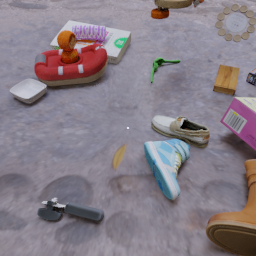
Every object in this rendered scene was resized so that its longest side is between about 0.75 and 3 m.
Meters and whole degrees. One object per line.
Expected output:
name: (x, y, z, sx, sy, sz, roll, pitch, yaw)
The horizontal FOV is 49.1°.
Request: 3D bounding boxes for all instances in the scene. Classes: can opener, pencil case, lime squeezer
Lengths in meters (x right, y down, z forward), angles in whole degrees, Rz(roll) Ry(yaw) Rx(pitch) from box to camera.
can opener: (-1.291, 1.914, 6.381, 1.488, 0.392, 0.495, 7, 79, 9)
pencil case: (-1.594, -3.882, 11.477, 1.450, 0.608, 0.620, 1, 85, 3)
lime squeezer: (1.224, -2.365, 10.931, 0.704, 0.376, 1.995, 48, 54, 3)

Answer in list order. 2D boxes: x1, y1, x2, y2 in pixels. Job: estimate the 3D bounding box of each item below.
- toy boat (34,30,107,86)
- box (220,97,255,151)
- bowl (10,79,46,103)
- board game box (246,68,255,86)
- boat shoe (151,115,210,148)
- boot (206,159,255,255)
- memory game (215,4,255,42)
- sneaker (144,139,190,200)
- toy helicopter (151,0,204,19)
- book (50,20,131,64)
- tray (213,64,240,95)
toy boat: (-2.089, -2.661, 10.120, 2.674, 1.748, 1.745, -7, 44, -8)
box: (3.739, -0.091, 7.665, 1.729, 0.836, 1.520, -4, 39, -37)
bowl: (-3.394, -1.238, 9.635, 0.987, 0.369, 0.989, 24, 49, 23)
board game box: (5.353, -1.877, 10.263, 1.547, 0.439, 1.279, -29, 49, -27)
boat shoe: (1.537, -0.056, 8.204, 1.794, 0.613, 0.670, 20, 47, 20)
boot: (2.935, 1.574, 6.229, 2.884, 1.063, 2.231, 8, 44, -8)
memory game: (2.991, -2.914, 7.775, 1.112, 0.071, 1.112, -1, 85, 11)
sneaker: (1.207, 0.911, 7.123, 1.177, 0.717, 1.804, -13, 46, -11)
toy helicopter: (1.684, -4.073, 8.550, 1.558, 0.929, 2.356, 10, 39, 20)
book: (-1.548, -3.654, 12.058, 2.950, 0.709, 1.971, 13, 48, 11)
tray: (3.634, -1.807, 10.304, 0.749, 0.281, 1.518, 15, 45, 15)
